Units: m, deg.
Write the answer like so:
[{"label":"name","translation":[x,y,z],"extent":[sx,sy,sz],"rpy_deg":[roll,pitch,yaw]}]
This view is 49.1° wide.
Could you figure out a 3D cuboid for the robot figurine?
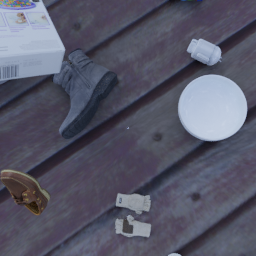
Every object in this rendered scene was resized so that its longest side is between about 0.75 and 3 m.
[{"label":"robot figurine","translation":[2.448,-2.390,8.858],"extent":[1.108,0.625,0.939],"rpy_deg":[26,48,4]}]

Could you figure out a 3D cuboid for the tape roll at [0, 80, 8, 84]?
[{"label":"tape roll","translation":[-4.362,-2.274,8.705],"extent":[1.843,0.609,1.843],"rpy_deg":[0,88,8]}]

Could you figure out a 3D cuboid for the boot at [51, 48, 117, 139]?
[{"label":"boot","translation":[-1.690,-1.066,8.623],"extent":[1.727,0.916,2.624],"rpy_deg":[32,72,8]}]

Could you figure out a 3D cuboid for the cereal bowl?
[{"label":"cereal bowl","translation":[2.461,-0.553,8.477],"extent":[1.981,0.825,1.981],"rpy_deg":[0,81,-1]}]

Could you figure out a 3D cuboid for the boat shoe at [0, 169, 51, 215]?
[{"label":"boat shoe","translation":[-1.552,0.994,4.265],"extent":[0.393,1.091,0.368],"rpy_deg":[-6,51,16]}]

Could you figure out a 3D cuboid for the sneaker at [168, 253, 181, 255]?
[{"label":"sneaker","translation":[0.765,4.422,7.631],"extent":[2.220,0.971,0.819],"rpy_deg":[-42,83,-6]}]

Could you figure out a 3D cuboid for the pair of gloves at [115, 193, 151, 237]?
[{"label":"pair of gloves","translation":[0.154,2.584,8.307],"extent":[1.055,0.217,1.240],"rpy_deg":[1,79,4]}]

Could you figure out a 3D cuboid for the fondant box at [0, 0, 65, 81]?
[{"label":"fondant box","translation":[-2.743,-2.287,6.044],"extent":[1.895,0.765,2.627],"rpy_deg":[-15,67,-30]}]
